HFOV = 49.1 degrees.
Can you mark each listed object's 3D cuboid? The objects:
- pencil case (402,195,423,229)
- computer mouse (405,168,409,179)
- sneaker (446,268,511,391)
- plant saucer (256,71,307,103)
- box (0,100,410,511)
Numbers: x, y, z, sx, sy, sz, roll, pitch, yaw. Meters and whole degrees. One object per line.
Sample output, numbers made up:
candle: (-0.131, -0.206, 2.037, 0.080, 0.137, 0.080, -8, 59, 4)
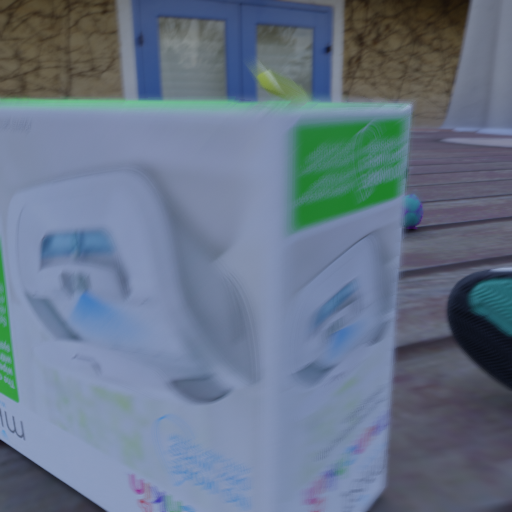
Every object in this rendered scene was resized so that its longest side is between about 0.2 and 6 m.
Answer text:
pencil case: (2.466, -0.816, 10.938, 1.529, 0.706, 0.651, -5, 8, -17)
computer mouse: (2.761, -1.564, 11.941, 0.242, 1.103, 0.605, 46, 1, 45)
sneaker: (3.290, 0.836, 5.023, 3.134, 1.166, 1.372, 16, 9, 16)
plant saucer: (0.527, -3.243, 10.783, 0.999, 0.239, 0.998, 21, 24, -16)
box: (-0.648, 0.271, 3.837, 2.938, 2.593, 1.421, 12, 19, 35)
